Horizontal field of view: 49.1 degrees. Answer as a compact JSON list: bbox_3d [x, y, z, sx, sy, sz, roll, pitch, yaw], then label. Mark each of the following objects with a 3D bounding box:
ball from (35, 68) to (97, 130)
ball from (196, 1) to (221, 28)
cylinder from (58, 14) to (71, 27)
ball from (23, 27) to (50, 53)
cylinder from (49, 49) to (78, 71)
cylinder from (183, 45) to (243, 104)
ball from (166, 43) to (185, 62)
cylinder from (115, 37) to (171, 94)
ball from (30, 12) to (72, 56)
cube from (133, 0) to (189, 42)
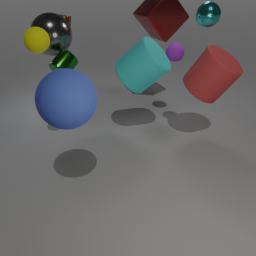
[{"bbox_3d":[-1.411,-0.660,6.446,1.400,1.400,1.400,0,29,0],"label":"ball"},{"bbox_3d":[2.317,-3.267,8.079,0.700,0.700,0.700,0,29,0],"label":"ball"},{"bbox_3d":[-2.785,-4.448,11.947,0.700,0.700,0.700,6,19,-2],"label":"cylinder"},{"bbox_3d":[-2.530,-2.438,7.768,0.700,0.700,0.700,0,29,0],"label":"ball"},{"bbox_3d":[-2.114,-2.107,9.215,0.700,0.700,0.700,21,67,32],"label":"cylinder"},{"bbox_3d":[2.802,-1.779,9.340,1.400,1.400,1.400,20,42,-20],"label":"cylinder"},{"bbox_3d":[1.779,-2.856,10.571,0.700,0.700,0.700,0,29,0],"label":"ball"},{"bbox_3d":[0.511,-2.131,9.600,1.400,1.400,1.400,-35,14,30],"label":"cylinder"},{"bbox_3d":[-2.604,-3.174,9.522,1.400,1.400,1.400,0,29,0],"label":"ball"},{"bbox_3d":[1.331,-4.608,11.463,1.400,1.400,1.400,-47,34,4],"label":"cube"}]
